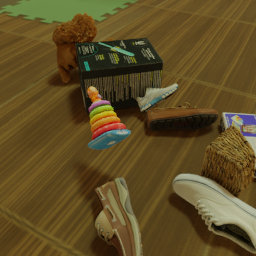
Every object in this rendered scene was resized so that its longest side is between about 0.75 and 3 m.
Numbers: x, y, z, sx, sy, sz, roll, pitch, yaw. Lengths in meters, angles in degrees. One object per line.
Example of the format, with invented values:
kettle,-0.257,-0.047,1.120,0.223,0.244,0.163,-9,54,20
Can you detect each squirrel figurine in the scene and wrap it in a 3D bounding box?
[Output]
squirrel figurine,-1.781,-3.469,11.864,2.382,2.552,1.806,-6,33,10

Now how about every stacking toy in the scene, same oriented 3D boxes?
stacking toy,-0.701,-0.374,7.481,0.994,0.940,1.713,-1,65,-50

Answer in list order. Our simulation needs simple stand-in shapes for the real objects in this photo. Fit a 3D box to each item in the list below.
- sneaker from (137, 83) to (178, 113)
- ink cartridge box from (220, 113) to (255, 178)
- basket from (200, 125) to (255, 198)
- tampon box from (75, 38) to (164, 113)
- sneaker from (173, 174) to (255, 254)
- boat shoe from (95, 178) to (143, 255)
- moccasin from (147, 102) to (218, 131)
sneaker,1.015,-1.240,10.020,1.605,0.602,0.696,-30,82,8
ink cartridge box,4.380,0.499,8.808,2.522,0.547,2.499,2,41,6
basket,2.752,0.998,7.380,1.200,1.681,1.253,32,50,32
tampon box,-0.386,-2.085,10.806,2.910,1.837,2.181,-8,42,-10
sneaker,2.143,1.998,6.799,2.556,0.934,0.905,26,43,26
boat shoe,-0.267,2.298,6.525,0.945,0.997,2.632,-11,33,-7
moccasin,1.869,-0.422,9.731,2.433,0.890,0.939,-7,49,6
